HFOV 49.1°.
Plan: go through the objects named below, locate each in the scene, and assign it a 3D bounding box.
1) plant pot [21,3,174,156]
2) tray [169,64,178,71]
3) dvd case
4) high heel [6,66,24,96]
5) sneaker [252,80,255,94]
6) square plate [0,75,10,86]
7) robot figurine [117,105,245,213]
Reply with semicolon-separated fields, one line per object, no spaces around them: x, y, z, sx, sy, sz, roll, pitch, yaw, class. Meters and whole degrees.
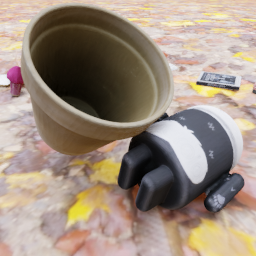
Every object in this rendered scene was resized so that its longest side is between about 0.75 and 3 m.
-0.873;-0.674;5.955;2.863;2.484;2.863;13;56;-21;plant pot
1.421;-2.819;13.269;1.856;0.206;0.996;-24;37;-35;tray
3.876;-2.020;11.906;1.728;0.214;1.299;12;32;19;dvd case
-4.415;-2.306;11.305;0.837;1.193;2.482;5;30;-28;high heel
5.547;-1.821;11.027;1.411;0.756;0.471;-14;33;-22;sneaker
-5.435;-2.019;11.953;1.129;0.162;1.140;2;31;2;square plate
1.145;0.605;5.978;2.847;2.139;1.776;-25;4;-33;robot figurine
